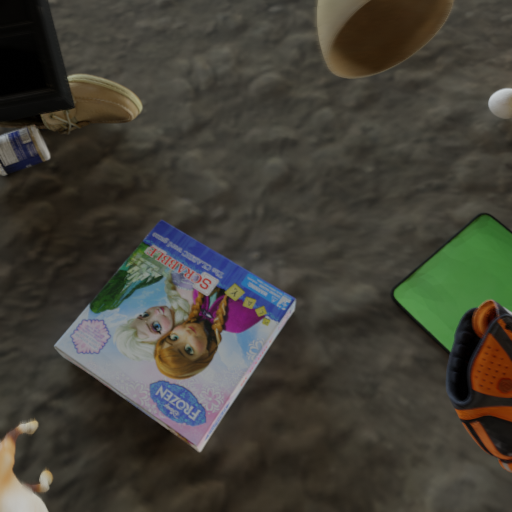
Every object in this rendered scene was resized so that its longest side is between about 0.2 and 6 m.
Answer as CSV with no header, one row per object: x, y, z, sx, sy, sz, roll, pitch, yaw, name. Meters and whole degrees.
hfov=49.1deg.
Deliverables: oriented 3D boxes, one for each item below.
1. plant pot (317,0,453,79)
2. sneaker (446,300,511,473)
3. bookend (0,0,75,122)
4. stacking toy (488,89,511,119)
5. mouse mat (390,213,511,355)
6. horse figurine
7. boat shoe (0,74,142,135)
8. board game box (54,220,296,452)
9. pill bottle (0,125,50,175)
1.418,-3.190,6.956,1.645,1.645,1.104,-19,74,-9,plant pot
3.118,0.835,5.678,2.714,1.053,1.521,-42,90,-1,sneaker
-2.738,-2.088,5.386,1.533,0.711,1.543,-12,98,-8,bookend
5.181,-2.534,9.777,2.134,1.559,1.559,16,63,29,stacking toy
3.530,0.550,8.706,2.391,0.090,1.924,-37,69,-16,mouse mat
-1.914,2.312,4.736,2.513,1.666,0.627,44,92,15,horse figurine
-3.381,-2.545,9.806,2.797,1.009,0.909,7,70,9,boat shoe
-1.128,1.052,8.193,2.514,0.517,2.508,29,67,14,board game box
-4.197,-1.756,9.559,1.148,0.637,0.637,-22,65,-11,pill bottle
